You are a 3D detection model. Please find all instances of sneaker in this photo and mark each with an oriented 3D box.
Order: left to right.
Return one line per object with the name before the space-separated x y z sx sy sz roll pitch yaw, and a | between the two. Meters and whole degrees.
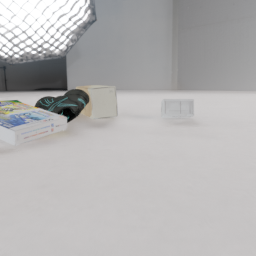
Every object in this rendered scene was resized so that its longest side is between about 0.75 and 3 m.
sneaker | -2.428 -0.588 9.457 2.423 0.960 0.913 -17 -45 31

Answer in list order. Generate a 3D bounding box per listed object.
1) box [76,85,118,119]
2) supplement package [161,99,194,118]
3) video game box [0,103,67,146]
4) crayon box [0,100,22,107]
box | -1.410 -1.187 12.101 1.055 1.289 2.715 -8 10 -22
supplement package | 1.946 -0.761 11.058 1.207 0.686 0.661 1 -4 -1
video game box | -2.857 -0.175 7.398 1.849 0.433 1.685 17 19 28
crayon box | -3.951 -0.403 8.753 1.253 0.514 1.993 26 21 27
